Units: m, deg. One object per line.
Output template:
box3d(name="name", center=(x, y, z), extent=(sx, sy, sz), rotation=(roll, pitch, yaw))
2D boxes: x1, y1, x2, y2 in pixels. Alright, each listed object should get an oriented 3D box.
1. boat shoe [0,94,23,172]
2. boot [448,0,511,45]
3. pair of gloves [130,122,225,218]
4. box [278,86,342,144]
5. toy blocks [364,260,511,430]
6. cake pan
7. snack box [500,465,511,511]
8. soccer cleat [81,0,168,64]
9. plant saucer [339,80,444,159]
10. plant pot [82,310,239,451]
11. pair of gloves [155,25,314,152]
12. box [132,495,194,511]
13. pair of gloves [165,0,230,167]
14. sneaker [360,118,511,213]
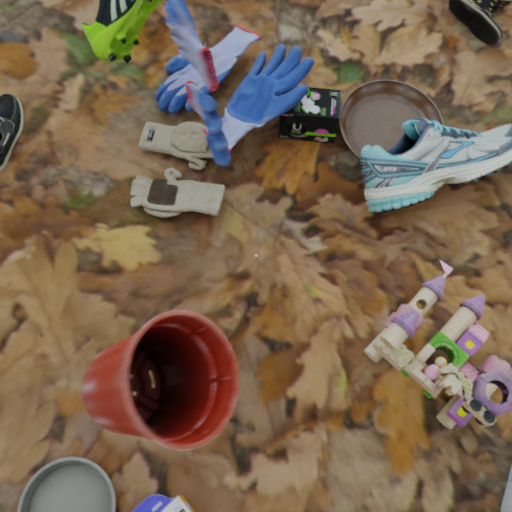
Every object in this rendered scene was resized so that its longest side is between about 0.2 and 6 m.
box3d(name="boat shoe", center=(-5.331, -2.643, 11.607), extent=(0.675, 0.635, 1.879), rotation=(4, 65, 3))
box3d(name="boot", center=(5.413, -5.695, 12.954), extent=(1.222, 0.594, 1.623), rotation=(-30, 64, -11))
box3d(name="pair of gloves", center=(-1.520, -1.741, 11.348), extent=(1.886, 0.389, 2.219), rotation=(1, 64, 4))
box3d(name="box", center=(1.100, -2.915, 11.563), extent=(1.209, 0.898, 0.752), rotation=(6, 67, 3))
box3d(name="toy blocks", center=(3.206, 1.364, 8.955), extent=(1.922, 2.283, 2.133), rotation=(-44, 73, -10))
box3d(name="cake pan", center=(-2.978, 4.019, 8.906), extent=(1.531, 0.281, 1.531), rotation=(0, 67, 0))
box3d(name="snack box", center=(5.036, 3.973, 8.609), extent=(2.165, 0.869, 2.568), rotation=(22, 67, 10))
box3d(name="soccer cleat", center=(-2.136, -4.771, 9.972), extent=(2.895, 0.977, 1.173), rotation=(-42, 80, 26))
box3d(name="plant saucer", center=(2.792, -2.661, 11.676), extent=(2.197, 0.352, 2.197), rotation=(1, 70, -3))
box3d(name="plant pot", center=(-1.267, 1.537, 6.764), extent=(1.531, 1.489, 1.531), rotation=(16, 66, -38))
box3d(name="pair of gloves", center=(-0.574, -3.638, 11.617), extent=(2.718, 0.385, 3.381), rotation=(-45, 58, -8))
box3d(name="box", center=(-1.107, 4.895, 8.426), extent=(1.490, 0.519, 2.503), rotation=(-40, 70, -15))
box3d(name="pair of gloves", center=(-0.880, -2.578, 8.262), extent=(0.282, 2.476, 1.991), rotation=(-21, 46, -8))
box3d(name="sneaker", center=(3.547, -2.026, 10.657), extent=(3.402, 1.320, 1.468), rotation=(-23, 101, -10))
